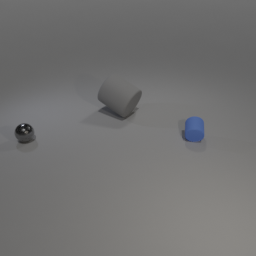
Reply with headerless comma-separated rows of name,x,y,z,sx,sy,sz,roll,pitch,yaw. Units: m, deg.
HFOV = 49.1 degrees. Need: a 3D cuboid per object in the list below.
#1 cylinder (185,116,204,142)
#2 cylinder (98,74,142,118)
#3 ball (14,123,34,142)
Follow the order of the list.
cylinder,2.491,0.047,10.481,0.700,0.700,0.700,5,46,8
cylinder,-0.350,-1.396,12.069,1.400,1.400,1.400,35,40,13
ball,-3.840,0.171,10.389,0.700,0.700,0.700,0,30,0
